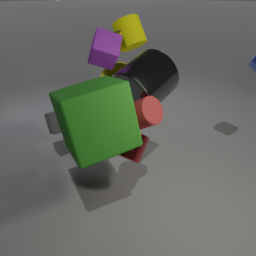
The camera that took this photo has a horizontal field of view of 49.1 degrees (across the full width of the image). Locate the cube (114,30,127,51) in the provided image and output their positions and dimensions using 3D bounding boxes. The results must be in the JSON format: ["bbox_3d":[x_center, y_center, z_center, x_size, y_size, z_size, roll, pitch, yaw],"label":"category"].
[{"bbox_3d":[-0.496,-3.564,11.550,0.700,0.700,0.700,-18,27,4],"label":"cube"}]

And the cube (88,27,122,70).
[{"bbox_3d":[-0.622,-2.095,7.461,0.700,0.700,0.700,14,65,-14],"label":"cube"}]

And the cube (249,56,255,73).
[{"bbox_3d":[4.338,-2.042,8.762,0.700,0.700,0.700,51,10,13],"label":"cube"}]

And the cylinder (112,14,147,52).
[{"bbox_3d":[0.079,-4.749,14.066,1.400,1.400,1.400,-21,5,2],"label":"cylinder"}]

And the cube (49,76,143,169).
[{"bbox_3d":[-0.712,-0.210,5.969,1.400,1.400,1.400,-20,21,-17],"label":"cube"}]

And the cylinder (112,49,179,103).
[{"bbox_3d":[0.449,-1.226,7.690,1.400,1.400,1.400,22,52,35],"label":"cylinder"}]

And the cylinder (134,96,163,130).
[{"bbox_3d":[0.369,-0.347,6.763,0.700,0.700,0.700,-29,7,-42],"label":"cylinder"}]

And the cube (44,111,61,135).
[{"bbox_3d":[-2.241,-0.227,9.121,0.700,0.700,0.700,-19,9,-25],"label":"cube"}]

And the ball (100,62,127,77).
[{"bbox_3d":[-0.267,-1.428,9.139,1.400,1.400,1.400,0,28,0],"label":"ball"}]

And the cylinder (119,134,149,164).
[{"bbox_3d":[0.094,0.450,7.091,0.700,0.700,0.700,23,-6,3],"label":"cylinder"}]
